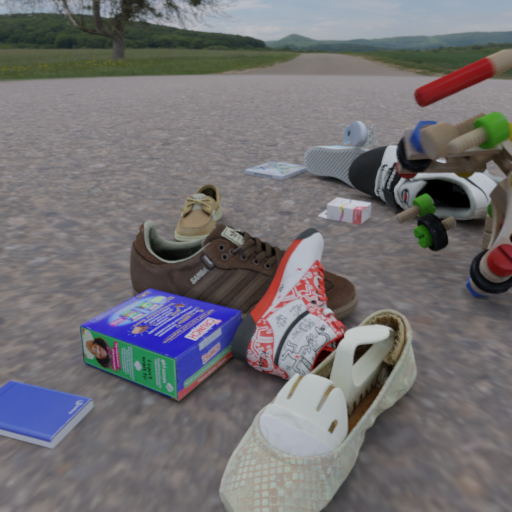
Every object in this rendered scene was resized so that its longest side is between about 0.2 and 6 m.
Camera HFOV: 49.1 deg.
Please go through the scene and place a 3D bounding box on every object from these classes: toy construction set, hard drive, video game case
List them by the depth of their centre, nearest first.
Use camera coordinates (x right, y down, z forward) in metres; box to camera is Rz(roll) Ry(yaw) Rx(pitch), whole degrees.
[{"bbox_3d":[-2.092,1.445,5.188,0.938,0.119,0.619,7,23,17],"label":"hard drive"},{"bbox_3d":[3.305,-1.242,7.219,2.354,3.064,2.555,-25,46,-2],"label":"toy construction set"},{"bbox_3d":[0.518,-2.156,14.126,1.132,0.137,1.241,15,26,32],"label":"video game case"}]

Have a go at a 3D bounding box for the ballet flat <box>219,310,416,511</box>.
[{"bbox_3d":[0.600,1.208,4.800,0.921,0.852,2.732,14,26,31],"label":"ballet flat"}]

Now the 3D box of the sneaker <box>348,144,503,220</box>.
[{"bbox_3d":[3.019,-1.419,10.858,3.242,1.201,1.435,17,25,38],"label":"sneaker"}]

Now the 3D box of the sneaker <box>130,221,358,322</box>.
[{"bbox_3d":[-0.199,0.189,6.984,2.939,1.110,1.035,3,22,8],"label":"sneaker"}]

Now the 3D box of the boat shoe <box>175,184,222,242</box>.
[{"bbox_3d":[-1.032,-0.792,10.022,0.739,0.663,1.997,1,22,3],"label":"boat shoe"}]

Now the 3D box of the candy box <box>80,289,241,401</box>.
[{"bbox_3d":[-0.998,0.882,6.027,1.339,0.516,1.132,10,24,31],"label":"candy box"}]

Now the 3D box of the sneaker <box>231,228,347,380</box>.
[{"bbox_3d":[0.597,0.542,6.073,0.991,0.617,1.849,21,55,21],"label":"sneaker"}]

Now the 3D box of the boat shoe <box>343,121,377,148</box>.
[{"bbox_3d":[2.435,-2.692,12.640,0.654,0.566,1.533,4,7,-5],"label":"boat shoe"}]

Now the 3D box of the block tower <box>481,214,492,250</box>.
[{"bbox_3d":[5.200,-0.850,9.854,0.970,0.907,3.357,21,30,40],"label":"block tower"}]

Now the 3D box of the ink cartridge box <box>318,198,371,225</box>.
[{"bbox_3d":[1.685,-0.877,10.713,0.894,0.302,0.520,12,26,28],"label":"ink cartridge box"}]

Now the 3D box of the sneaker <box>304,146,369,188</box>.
[{"bbox_3d":[2.355,-2.160,13.109,1.043,0.941,2.545,-15,30,-40],"label":"sneaker"}]
